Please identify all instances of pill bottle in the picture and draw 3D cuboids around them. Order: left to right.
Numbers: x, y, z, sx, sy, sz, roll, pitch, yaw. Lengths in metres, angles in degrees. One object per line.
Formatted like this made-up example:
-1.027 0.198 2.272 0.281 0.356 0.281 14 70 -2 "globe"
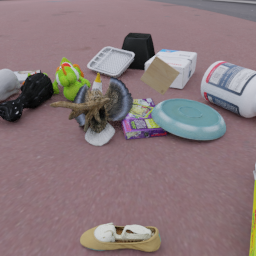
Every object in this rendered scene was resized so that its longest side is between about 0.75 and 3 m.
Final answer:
4.562 -1.426 11.070 1.769 1.769 2.959 -21 38 -31 "pill bottle"

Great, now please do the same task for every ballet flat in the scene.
-0.171 2.305 6.109 1.779 0.561 0.611 1 31 2 "ballet flat"

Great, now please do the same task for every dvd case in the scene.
-5.605 -2.682 14.631 2.007 0.176 1.432 -7 32 -11 "dvd case"

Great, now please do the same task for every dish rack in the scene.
-0.889 -3.528 15.245 2.244 0.488 1.926 23 62 32 "dish rack"

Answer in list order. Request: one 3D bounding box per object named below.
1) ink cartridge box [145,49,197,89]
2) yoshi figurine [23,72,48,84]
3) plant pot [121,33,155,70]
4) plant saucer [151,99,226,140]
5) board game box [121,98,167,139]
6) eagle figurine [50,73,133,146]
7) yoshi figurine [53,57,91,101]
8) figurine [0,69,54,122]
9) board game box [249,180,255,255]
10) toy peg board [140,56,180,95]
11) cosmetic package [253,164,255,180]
2.233 -3.104 14.368 1.969 1.155 2.689 13 35 21 "ink cartridge box"
-4.097 -2.039 12.889 0.915 0.918 1.634 10 -12 -43 "yoshi figurine"
0.575 -4.494 16.163 1.902 1.687 1.897 8 33 11 "plant pot"
2.297 -0.467 10.483 2.819 0.386 2.819 7 29 -4 "plant saucer"
0.455 -0.433 10.807 1.532 0.412 2.552 -1 31 -9 "board game box"
-1.100 -0.908 10.298 2.271 2.259 2.994 36 9 -3 "eagle figurine"
-2.622 -2.046 12.819 1.665 1.671 2.973 29 11 -18 "yoshi figurine"
-5.048 -1.284 11.507 2.909 1.252 2.839 10 37 17 "figurine"
3.145 2.141 5.515 1.270 0.595 2.501 11 55 17 "board game box"
1.083 -1.775 9.308 0.945 0.941 0.462 35 29 -1 "toy peg board"
4.236 1.196 7.243 1.526 1.259 1.258 7 32 12 "cosmetic package"
